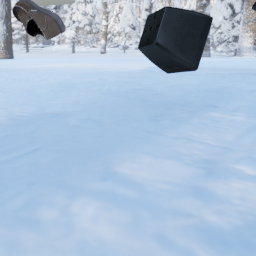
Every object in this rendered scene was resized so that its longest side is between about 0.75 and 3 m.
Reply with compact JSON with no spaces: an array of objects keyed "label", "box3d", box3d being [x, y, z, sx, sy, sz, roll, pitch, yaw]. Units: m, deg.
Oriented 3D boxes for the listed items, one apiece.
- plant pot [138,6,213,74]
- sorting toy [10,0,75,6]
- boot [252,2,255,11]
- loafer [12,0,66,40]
[{"label":"plant pot","box3d":[1.551,-3.279,10.208,1.765,1.989,1.985,18,-1,-26]},{"label":"sorting toy","box3d":[-2.107,-3.887,7.195,2.482,1.397,0.338,-4,31,3]},{"label":"boot","box3d":[4.539,-4.062,8.202,1.562,1.312,0.597,-5,44,-13]},{"label":"loafer","box3d":[-2.012,-2.269,5.888,1.576,0.576,0.560,29,66,33]}]
